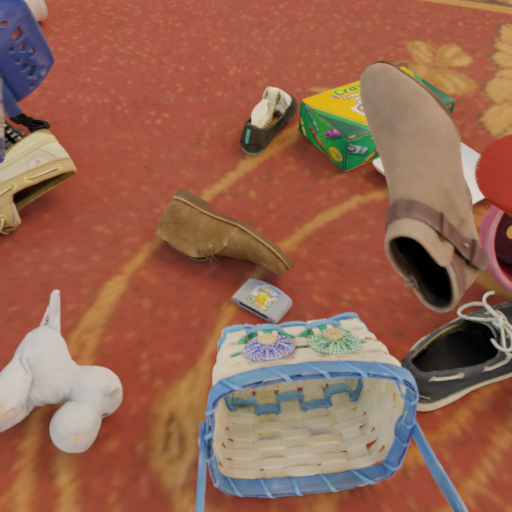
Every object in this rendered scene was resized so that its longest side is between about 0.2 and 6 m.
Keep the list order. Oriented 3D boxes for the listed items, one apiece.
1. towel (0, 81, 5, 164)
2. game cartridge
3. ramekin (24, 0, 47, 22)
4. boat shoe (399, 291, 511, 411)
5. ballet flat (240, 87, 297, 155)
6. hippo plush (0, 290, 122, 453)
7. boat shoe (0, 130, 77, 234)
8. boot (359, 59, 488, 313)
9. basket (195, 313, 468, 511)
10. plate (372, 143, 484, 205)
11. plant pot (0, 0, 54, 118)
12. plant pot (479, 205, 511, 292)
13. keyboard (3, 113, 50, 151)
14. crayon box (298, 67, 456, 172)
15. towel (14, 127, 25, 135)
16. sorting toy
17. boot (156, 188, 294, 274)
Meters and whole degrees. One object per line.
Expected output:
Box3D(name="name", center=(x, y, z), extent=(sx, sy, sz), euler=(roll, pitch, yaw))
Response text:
Box3D(name="towel", center=(-3.464, -1.922, 5.907), extent=(1.590, 2.165, 0.258), euler=(22, 57, -7))
Box3D(name="game cartridge", center=(0.100, 0.622, 8.011), extent=(0.770, 0.156, 0.513), euler=(26, 49, 22))
Box3D(name="ramekin", center=(-5.837, -6.215, 13.588), extent=(1.379, 1.379, 0.724), euler=(31, 67, 26))
Box3D(name="boat shoe", center=(2.831, 1.087, 7.132), extent=(2.509, 0.776, 0.939), euler=(-19, 50, -17))
Box3D(name="ballet flat", center=(0.308, -2.757, 10.765), extent=(0.705, 0.709, 2.073), euler=(15, 48, 15))
Box3D(name="hippo plush", center=(-2.301, 1.583, 6.642), extent=(1.336, 1.323, 1.661), euler=(31, 60, -10))
Box3D(name="boat shoe", center=(-4.046, -0.840, 8.760), extent=(0.920, 1.025, 2.771), euler=(46, 73, -3))
Box3D(name="boot", center=(1.373, -0.562, 4.830), extent=(0.704, 2.006, 1.466), euler=(-25, 24, 42))
Box3D(name="basket", center=(0.501, 1.865, 5.645), extent=(2.375, 1.874, 2.694), euler=(-6, 38, -6))
Box3D(name="plate", center=(3.236, -1.389, 9.777), extent=(1.794, 0.290, 1.790), euler=(-25, 53, -22))
Box3D(name="plant pot", center=(-3.486, -2.531, 7.050), extent=(1.276, 1.276, 1.147), euler=(16, 74, 1))
Box3D(name="plant pot", center=(3.840, -0.274, 7.758), extent=(1.632, 1.632, 1.461), euler=(5, 9, 5))
Box3D(name="keyboard", center=(-4.796, -2.236, 10.260), extent=(1.796, 0.384, 2.990), euler=(-35, 57, -29))
Box3D(name="crayon box", center=(2.265, -2.645, 10.627), extent=(2.534, 0.738, 1.505), euler=(-24, 51, -21))
Box3D(name="towel", center=(-5.379, -1.953, 10.358), extent=(1.857, 0.211, 1.333), euler=(-2, 46, -2))
Box3D(name="sorting toy", center=(3.222, -1.372, 5.867), extent=(0.935, 0.929, 2.697), euler=(30, 79, 29))
Box3D(name="boot", center=(-0.510, -0.157, 8.450), extent=(2.322, 0.855, 0.876), euler=(27, 74, 26))
